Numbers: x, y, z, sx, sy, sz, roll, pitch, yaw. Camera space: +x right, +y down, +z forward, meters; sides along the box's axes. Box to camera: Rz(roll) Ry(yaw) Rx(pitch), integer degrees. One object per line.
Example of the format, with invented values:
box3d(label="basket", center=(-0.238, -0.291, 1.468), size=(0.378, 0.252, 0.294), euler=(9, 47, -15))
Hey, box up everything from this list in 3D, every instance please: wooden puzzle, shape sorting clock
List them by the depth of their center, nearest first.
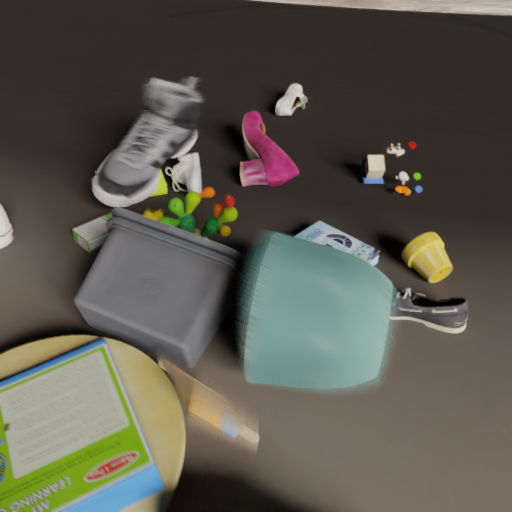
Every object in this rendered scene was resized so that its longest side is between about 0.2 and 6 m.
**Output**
box3d(label="shape sorting clock", center=(-2.736, 2.542, 7.151), size=(3.677, 0.721, 3.677), euler=(-4, 40, 3))
box3d(label="wooden puzzle", center=(-0.682, 1.958, 7.487), size=(0.247, 1.227, 1.327), euler=(-53, 31, -7))

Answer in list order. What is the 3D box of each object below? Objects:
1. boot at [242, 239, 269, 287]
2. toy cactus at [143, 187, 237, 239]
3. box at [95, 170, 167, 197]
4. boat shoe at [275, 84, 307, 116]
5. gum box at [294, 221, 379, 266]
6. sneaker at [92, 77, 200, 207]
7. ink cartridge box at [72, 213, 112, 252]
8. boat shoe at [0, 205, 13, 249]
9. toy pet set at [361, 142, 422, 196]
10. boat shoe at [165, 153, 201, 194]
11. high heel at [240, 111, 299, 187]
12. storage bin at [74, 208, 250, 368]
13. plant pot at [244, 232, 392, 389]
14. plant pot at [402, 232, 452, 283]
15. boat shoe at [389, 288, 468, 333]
box3d(label="boot", center=(-0.027, 0.023, 10.139), size=(2.210, 1.071, 0.826), euler=(8, 45, 6))
box3d(label="toy cactus", center=(-1.185, -0.438, 10.364), size=(1.936, 1.598, 0.990), euler=(-17, 52, 5))
box3d(label="box", center=(-2.923, -1.715, 13.103), size=(1.491, 0.355, 0.909), euler=(-12, 50, -16))
box3d(label="boat shoe", center=(1.222, -4.738, 17.074), size=(0.711, 0.616, 1.668), euler=(15, 41, 19))
box3d(label="gum box", center=(1.409, -0.024, 10.950), size=(1.503, 0.335, 1.277), euler=(30, 46, 34))
box3d(label="sneaker", center=(-2.360, -2.690, 12.357), size=(1.324, 1.997, 3.509), euler=(30, 50, 5))
box3d(label="ink cartridge box", center=(-3.168, -0.524, 11.636), size=(1.091, 0.324, 0.567), euler=(-30, 46, -34))
box3d(label="boat shoe", center=(-6.271, -0.338, 10.873), size=(2.830, 0.930, 1.018), euler=(-16, 40, -21))
box3d(label="toy pet set", center=(3.199, -1.963, 13.422), size=(1.254, 0.713, 1.343), euler=(0, 69, 0))
box3d(label="boat shoe", center=(-1.720, -1.925, 13.204), size=(0.810, 0.702, 1.901), euler=(-5, 35, -5))
box3d(label="high heel", center=(0.349, -2.797, 14.036), size=(1.386, 0.973, 2.889), euler=(-6, 41, 9))
box3d(label="storage bin", center=(-1.566, 0.648, 9.037), size=(2.487, 1.810, 1.671), euler=(21, 62, 12))
box3d(label="plant pot", center=(0.956, 0.888, 8.039), size=(1.774, 2.210, 2.210), euler=(10, 38, 9))
box3d(label="plant pot", center=(3.269, 0.077, 10.533), size=(0.784, 0.784, 0.738), euler=(-15, 55, -20))
box3d(label="boat shoe", center=(2.679, 0.752, 9.680), size=(1.931, 0.606, 0.702), euler=(15, 39, 19))
